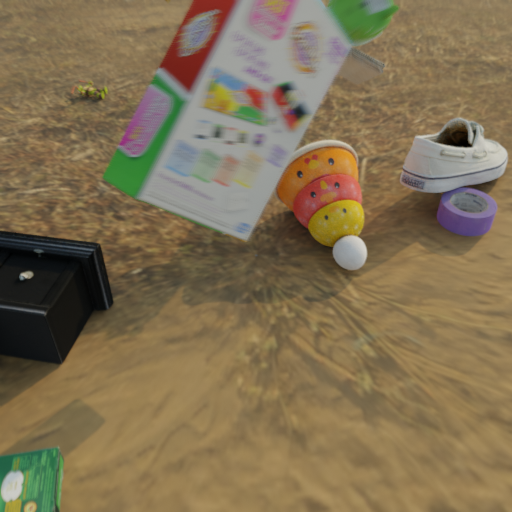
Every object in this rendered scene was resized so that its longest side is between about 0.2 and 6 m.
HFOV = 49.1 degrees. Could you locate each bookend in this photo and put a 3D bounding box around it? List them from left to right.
[{"bbox_3d":[-3.424,0.851,6.858,2.416,1.120,2.431,8,41,9],"label":"bookend"}]

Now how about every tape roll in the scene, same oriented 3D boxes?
[{"bbox_3d":[3.509,-0.742,9.349,0.892,0.379,0.892,0,41,0],"label":"tape roll"}]

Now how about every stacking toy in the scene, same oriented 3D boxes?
[{"bbox_3d":[1.238,-0.663,8.774,1.481,1.481,2.027,-13,58,-15],"label":"stacking toy"}]

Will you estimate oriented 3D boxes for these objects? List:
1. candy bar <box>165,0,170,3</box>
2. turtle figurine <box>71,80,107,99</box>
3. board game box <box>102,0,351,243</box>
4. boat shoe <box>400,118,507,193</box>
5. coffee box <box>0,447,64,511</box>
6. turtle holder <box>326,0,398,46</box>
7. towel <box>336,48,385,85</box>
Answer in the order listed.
[{"bbox_3d":[-1.245,-4.077,7.330,0.156,1.407,0.351,-2,6,17],"label":"candy bar"},{"bbox_3d":[-3.926,-3.861,13.169,0.718,0.287,0.891,11,32,1],"label":"turtle figurine"},{"bbox_3d":[-0.177,-1.658,6.162,0.556,2.760,2.111,31,5,31],"label":"board game box"},{"bbox_3d":[3.626,-1.898,9.895,2.959,1.033,1.049,-17,35,-37],"label":"boat shoe"},{"bbox_3d":[-2.676,2.442,5.578,1.393,0.306,0.857,-7,40,-9],"label":"coffee box"},{"bbox_3d":[1.568,-3.862,9.213,1.024,0.957,1.348,38,79,-5],"label":"turtle holder"},{"bbox_3d":[1.694,-3.298,9.809,0.764,0.199,1.153,22,0,-14],"label":"towel"}]
